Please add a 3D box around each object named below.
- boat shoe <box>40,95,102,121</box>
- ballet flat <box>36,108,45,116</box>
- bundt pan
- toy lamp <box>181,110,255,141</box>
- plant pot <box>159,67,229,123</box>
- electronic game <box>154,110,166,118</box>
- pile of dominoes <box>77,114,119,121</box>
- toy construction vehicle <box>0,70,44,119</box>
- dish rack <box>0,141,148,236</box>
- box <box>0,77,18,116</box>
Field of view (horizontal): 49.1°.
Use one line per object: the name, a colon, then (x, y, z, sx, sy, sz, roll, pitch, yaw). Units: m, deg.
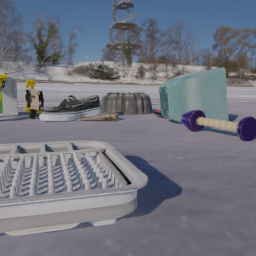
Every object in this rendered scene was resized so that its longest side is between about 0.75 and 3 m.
boat shoe: (-2.166, -0.803, 10.648, 2.579, 0.915, 0.930, -14, 15, -43)
ballet flat: (-3.340, -0.791, 12.519, 2.115, 0.490, 0.713, -1, 7, -4)
bundt pan: (-0.093, -1.299, 14.322, 2.827, 1.061, 2.827, 0, 6, 0)
toy lamp: (2.113, -0.116, 6.941, 0.619, 0.619, 2.128, -4, 8, -26)
plant pot: (2.085, -0.982, 9.545, 1.854, 1.815, 1.820, -8, 8, -7)
electronic game: (2.019, -0.642, 11.775, 1.853, 0.385, 1.853, 0, 8, 0)
pile of dominoes: (-1.112, -0.322, 10.525, 1.489, 0.237, 1.160, -6, 5, 21)
toy construction vehicle: (-4.649, -1.166, 11.042, 2.354, 0.952, 2.703, 3, 42, -28)
dish rack: (-0.836, 0.505, 2.756, 1.677, 0.426, 1.955, -1, 7, -16)
box: (-5.928, -1.393, 12.418, 1.477, 1.715, 1.724, -7, 10, -44)
